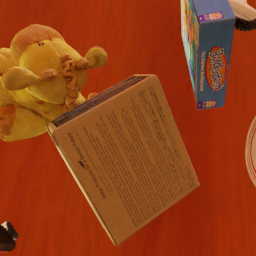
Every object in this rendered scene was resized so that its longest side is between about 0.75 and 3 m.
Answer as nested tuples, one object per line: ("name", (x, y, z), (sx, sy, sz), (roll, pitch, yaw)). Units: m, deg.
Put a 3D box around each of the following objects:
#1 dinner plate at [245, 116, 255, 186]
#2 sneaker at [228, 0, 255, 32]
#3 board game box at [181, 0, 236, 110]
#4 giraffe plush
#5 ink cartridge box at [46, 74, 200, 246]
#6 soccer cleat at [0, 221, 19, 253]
("dinner plate", (2.541, 0.362, 4.761), (1.627, 0.197, 1.627), (-1, 93, -25))
("sneaker", (2.511, -3.777, 7.340), (1.398, 1.053, 2.990), (-52, 54, 20))
("board game box", (1.567, -2.097, 5.963), (0.615, 2.079, 2.734), (-7, 52, 8))
("giraffe plush", (-1.708, -0.953, 5.634), (2.888, 2.342, 2.492), (36, 63, -2))
("ink cartridge box", (-0.021, 0.619, 6.047), (2.356, 1.074, 2.860), (-30, 112, -14))
("soccer cleat", (-2.608, 2.272, 5.555), (0.629, 1.719, 0.586), (-36, 89, -20))
